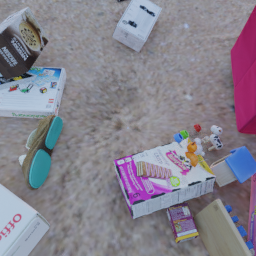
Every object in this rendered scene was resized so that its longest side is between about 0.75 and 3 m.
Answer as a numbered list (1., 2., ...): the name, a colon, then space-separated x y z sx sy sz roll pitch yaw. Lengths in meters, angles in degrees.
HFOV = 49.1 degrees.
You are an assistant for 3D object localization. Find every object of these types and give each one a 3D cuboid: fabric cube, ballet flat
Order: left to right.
1. ballet flat: -2.342 0.580 7.220 0.786 0.737 2.173 -5 56 21
2. fabric cube: 4.488 -1.583 6.916 2.847 2.892 2.902 2 70 1

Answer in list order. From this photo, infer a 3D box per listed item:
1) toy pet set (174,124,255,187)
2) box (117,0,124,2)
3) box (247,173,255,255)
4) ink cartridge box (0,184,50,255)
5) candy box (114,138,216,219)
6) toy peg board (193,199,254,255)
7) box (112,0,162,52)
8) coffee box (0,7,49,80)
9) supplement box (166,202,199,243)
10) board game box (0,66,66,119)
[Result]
1. toy pet set: 2.180 0.494 6.609 1.696 0.964 1.816 58 30 7
2. box: -0.141 -5.294 11.082 0.827 0.149 0.591 -22 60 -14
3. box: 3.478 1.434 5.434 1.319 2.728 2.399 14 60 8
4. ink cartridge box: -3.390 2.037 5.975 2.703 1.183 1.964 28 63 18
5. candy box: 0.823 1.128 6.663 2.029 0.619 1.383 -16 43 -11
6. toy peg board: 2.099 2.208 5.946 0.580 1.181 1.186 -11 58 -24
7. box: 0.336 -3.642 9.625 1.100 0.567 1.887 27 61 -8
8. coffee box: -3.129 -2.434 7.962 0.814 1.153 2.040 -16 38 18
9. supplement box: 1.220 2.151 6.364 0.492 0.388 0.751 -12 59 -5
10. board game box: -3.285 -1.115 8.329 2.618 0.453 1.653 3 59 2
